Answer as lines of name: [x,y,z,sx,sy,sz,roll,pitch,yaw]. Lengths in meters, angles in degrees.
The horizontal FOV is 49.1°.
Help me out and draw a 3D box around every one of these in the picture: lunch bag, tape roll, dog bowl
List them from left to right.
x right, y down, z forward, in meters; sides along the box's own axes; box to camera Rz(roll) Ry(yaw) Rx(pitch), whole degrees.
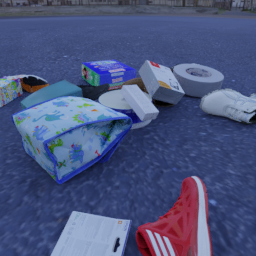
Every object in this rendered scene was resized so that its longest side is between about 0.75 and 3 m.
lunch bag: [-1.657,0.036,8.683,2.852,1.817,2.425,-32,40,-30]
dog bowl: [-0.100,-0.797,11.291,2.179,0.858,2.179,0,28,0]
tape roll: [3.478,-2.439,14.165,2.498,0.825,2.498,5,31,-3]

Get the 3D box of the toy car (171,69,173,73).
toy car: [2.897,-2.709,15.617,1.744,0.580,0.856,2,66,-33]

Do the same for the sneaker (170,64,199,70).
sneaker: [3.289,-3.448,16.465,2.275,0.756,1.029,-14,34,-22]

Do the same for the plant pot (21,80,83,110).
plant pot: [-2.886,-0.755,10.717,2.014,1.422,1.423,-24,36,-31]

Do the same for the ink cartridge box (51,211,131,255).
ink cartridge box: [-0.727,2.399,5.771,1.397,0.284,1.394,6,30,11]

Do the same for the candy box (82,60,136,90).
candy box: [-1.096,-2.924,15.227,2.145,0.977,2.537,-12,29,-26]

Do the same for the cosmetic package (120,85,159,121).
cosmetic package: [0.385,-0.920,9.988,0.638,0.391,1.545,-7,49,-38]

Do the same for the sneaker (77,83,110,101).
sneaker: [-1.735,-1.518,11.930,1.982,0.900,0.753,-25,15,5]

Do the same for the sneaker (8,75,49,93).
sneaker: [-5.076,-2.384,14.354,2.416,0.915,1.111,8,24,12]

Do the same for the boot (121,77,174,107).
boot: [0.944,-1.604,12.818,2.827,1.041,1.067,7,44,14]

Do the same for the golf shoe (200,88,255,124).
golf shoe: [4.361,-0.769,11.059,2.924,1.145,1.421,3,33,7]

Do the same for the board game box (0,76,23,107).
board game box: [-5.815,-1.714,13.014,0.871,0.887,1.691,7,29,13]

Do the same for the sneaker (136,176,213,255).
sneaker: [0.938,1.894,6.049,1.460,0.990,2.528,4,27,5]

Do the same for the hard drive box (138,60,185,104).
hard drive box: [1.372,-1.907,11.707,1.362,0.671,1.748,10,42,-33]
